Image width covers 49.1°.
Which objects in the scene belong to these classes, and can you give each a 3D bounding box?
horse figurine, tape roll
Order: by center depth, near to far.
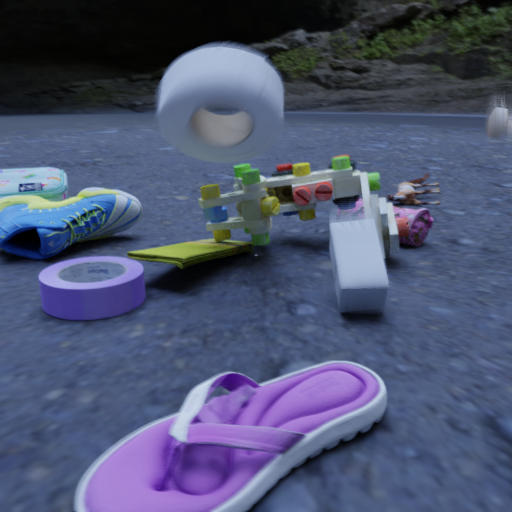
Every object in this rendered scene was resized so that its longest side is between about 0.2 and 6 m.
[{"bbox_3d":[-2.084,0.386,7.176,1.285,0.422,1.285,1,17,0],"label":"tape roll"},{"bbox_3d":[-0.466,-2.021,7.725,1.710,1.710,0.598,1,62,2],"label":"tape roll"},{"bbox_3d":[3.661,-1.477,12.979,1.121,0.422,1.691,0,24,18],"label":"horse figurine"}]

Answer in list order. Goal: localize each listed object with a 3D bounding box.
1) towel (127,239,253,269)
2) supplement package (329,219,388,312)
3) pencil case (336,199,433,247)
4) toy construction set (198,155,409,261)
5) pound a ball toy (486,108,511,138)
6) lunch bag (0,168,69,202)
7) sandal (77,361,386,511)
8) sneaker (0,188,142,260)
[{"bbox_3d":[-0.900,-0.054,8.406,0.937,0.197,2.178,4,8,25],"label":"towel"},{"bbox_3d":[1.241,0.116,6.909,0.574,0.573,0.979,-6,54,2],"label":"supplement package"},{"bbox_3d":[2.256,-0.638,10.002,1.693,0.733,0.701,18,-20,44],"label":"pencil case"},{"bbox_3d":[0.835,-0.886,9.082,3.249,1.497,2.131,8,16,7],"label":"toy construction set"},{"bbox_3d":[4.847,-2.276,8.818,1.973,0.838,1.286,-12,29,-18],"label":"pound a ball toy"},{"bbox_3d":[-4.660,-1.036,10.694,2.092,1.006,2.609,-5,18,-16],"label":"lunch bag"},{"bbox_3d":[-0.091,1.199,4.224,2.684,0.660,1.092,-15,23,-39],"label":"sandal"},{"bbox_3d":[-3.089,-0.419,9.310,2.541,0.962,1.335,-8,36,-20],"label":"sneaker"}]
